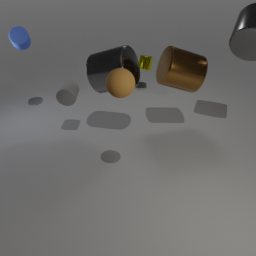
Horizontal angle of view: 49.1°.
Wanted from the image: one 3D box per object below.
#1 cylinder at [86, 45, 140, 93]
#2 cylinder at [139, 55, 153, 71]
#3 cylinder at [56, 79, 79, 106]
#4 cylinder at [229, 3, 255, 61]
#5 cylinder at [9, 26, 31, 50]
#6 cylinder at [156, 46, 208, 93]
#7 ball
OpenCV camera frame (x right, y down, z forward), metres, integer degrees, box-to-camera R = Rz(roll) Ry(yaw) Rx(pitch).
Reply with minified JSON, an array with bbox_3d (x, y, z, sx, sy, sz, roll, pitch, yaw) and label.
[{"bbox_3d":[-0.488,-1.993,9.627,1.400,1.400,1.400,-7,24,27],"label":"cylinder"},{"bbox_3d":[0.890,-3.350,14.451,0.700,0.700,0.700,8,11,-2],"label":"cylinder"},{"bbox_3d":[-2.139,-1.263,9.983,0.700,0.700,0.700,1,40,3],"label":"cylinder"},{"bbox_3d":[4.324,-3.270,9.564,1.400,1.400,1.400,14,60,24],"label":"cylinder"},{"bbox_3d":[-4.123,-3.422,10.715,0.700,0.700,0.700,-7,-1,-12],"label":"cylinder"},{"bbox_3d":[1.926,-2.117,10.194,1.400,1.400,1.400,12,26,-15],"label":"cylinder"},{"bbox_3d":[-0.180,-1.058,6.623,0.700,0.700,0.700,0,29,0],"label":"ball"}]
